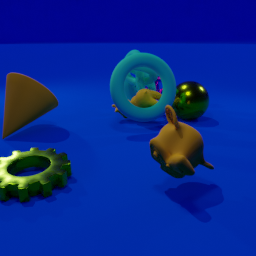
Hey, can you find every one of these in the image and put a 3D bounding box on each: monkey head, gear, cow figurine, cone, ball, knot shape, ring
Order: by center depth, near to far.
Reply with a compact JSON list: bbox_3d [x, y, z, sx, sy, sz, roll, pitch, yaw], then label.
[{"bbox_3d":[0.900,0.353,4.509,0.847,1.405,1.011,-41,15,-12],"label":"monkey head"},{"bbox_3d":[-1.741,0.777,4.996,1.414,0.262,1.414,0,23,0],"label":"gear"},{"bbox_3d":[-2.846,-0.361,7.286,1.511,1.511,1.516,11,64,29],"label":"cone"},{"bbox_3d":[0.412,-1.056,7.305,1.792,1.792,0.358,-5,2,-14],"label":"ring"},{"bbox_3d":[0.232,-0.733,8.264,1.285,1.305,0.717,22,55,-2],"label":"cow figurine"},{"bbox_3d":[1.878,-0.837,8.593,1.202,1.202,1.202,0,18,0],"label":"ball"},{"bbox_3d":[0.383,-1.785,9.191,0.841,1.821,1.704,-32,-5,-4],"label":"knot shape"},{"bbox_3d":[0.794,-1.480,10.470,1.363,1.276,0.630,28,11,-11],"label":"knot shape"},{"bbox_3d":[-0.032,-1.128,10.504,1.052,1.052,1.056,-1,-8,-4],"label":"cone"}]
